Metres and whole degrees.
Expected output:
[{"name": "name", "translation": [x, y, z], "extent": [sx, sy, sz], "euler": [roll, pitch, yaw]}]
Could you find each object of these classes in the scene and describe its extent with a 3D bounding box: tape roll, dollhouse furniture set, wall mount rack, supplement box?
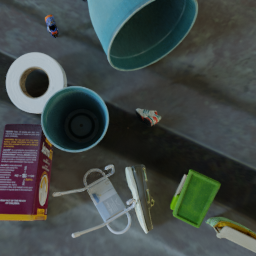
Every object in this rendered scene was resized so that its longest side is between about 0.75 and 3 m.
[{"name": "tape roll", "translation": [-2.880, -1.408, 8.862], "extent": [1.925, 0.352, 1.925], "euler": [0, 90, 6]}, {"name": "dollhouse furniture set", "translation": [2.468, 2.122, 7.364], "extent": [2.421, 1.586, 1.215], "euler": [24, 88, 9]}, {"name": "wall mount rack", "translation": [-0.887, 1.992, 7.651], "extent": [1.845, 0.792, 2.124], "euler": [-28, 59, -16]}, {"name": "supplement box", "translation": [-2.831, 1.267, 7.801], "extent": [1.072, 1.381, 2.504], "euler": [1, 73, -1]}]

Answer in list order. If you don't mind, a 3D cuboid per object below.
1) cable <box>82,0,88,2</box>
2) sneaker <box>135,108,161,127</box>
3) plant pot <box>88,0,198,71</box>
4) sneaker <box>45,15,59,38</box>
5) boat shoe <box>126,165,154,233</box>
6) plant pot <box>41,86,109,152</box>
[{"name": "cable", "translation": [-0.991, -5.172, 10.152], "extent": [1.982, 0.503, 1.617], "euler": [-2, 74, 0]}, {"name": "sneaker", "translation": [0.627, -0.380, 8.644], "extent": [0.489, 1.047, 0.369], "euler": [-25, 120, -15]}, {"name": "plant pot", "translation": [0.098, -3.783, 8.543], "extent": [2.976, 2.976, 2.796], "euler": [-27, 72, -8]}, {"name": "sneaker", "translation": [-2.524, -3.315, 9.367], "extent": [0.361, 0.958, 0.376], "euler": [-21, 72, -6]}, {"name": "boat shoe", "translation": [0.437, 1.987, 7.969], "extent": [0.570, 0.681, 1.906], "euler": [-13, 82, -14]}, {"name": "plant pot", "translation": [-1.420, -0.141, 8.041], "extent": [1.736, 1.632, 1.736], "euler": [0, 83, -4]}]
